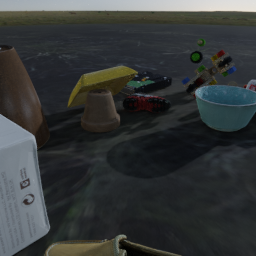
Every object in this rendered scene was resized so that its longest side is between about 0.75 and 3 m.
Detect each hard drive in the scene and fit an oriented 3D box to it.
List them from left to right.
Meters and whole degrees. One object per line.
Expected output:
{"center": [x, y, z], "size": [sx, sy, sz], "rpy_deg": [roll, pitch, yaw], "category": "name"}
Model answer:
{"center": [0.651, -2.157, 13.457], "size": [2.504, 0.474, 1.749], "rpy_deg": [-21, 32, -38], "category": "hard drive"}

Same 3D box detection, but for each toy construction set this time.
{"center": [3.926, -2.244, 12.318], "size": [2.750, 2.293, 2.113], "rpy_deg": [31, 22, 14], "category": "toy construction set"}

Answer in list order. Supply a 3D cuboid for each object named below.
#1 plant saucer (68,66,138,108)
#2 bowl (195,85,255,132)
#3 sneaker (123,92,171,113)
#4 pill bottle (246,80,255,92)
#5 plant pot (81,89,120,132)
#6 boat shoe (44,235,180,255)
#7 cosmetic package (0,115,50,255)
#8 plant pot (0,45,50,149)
{"center": [-1.078, -1.593, 10.393], "size": [2.242, 0.543, 2.242], "rpy_deg": [-20, -6, -27], "category": "plant saucer"}
{"center": [3.285, -0.623, 9.454], "size": [2.123, 1.111, 2.123], "rpy_deg": [1, 25, 0], "category": "bowl"}
{"center": [0.752, -1.013, 10.812], "size": [1.836, 0.649, 0.897], "rpy_deg": [4, 27, 9], "category": "sneaker"}
{"center": [5.458, -1.068, 10.357], "size": [2.011, 1.145, 1.145], "rpy_deg": [18, 31, 34], "category": "pill bottle"}
{"center": [-0.929, -0.657, 9.460], "size": [1.358, 1.184, 1.358], "rpy_deg": [1, 24, 0], "category": "plant pot"}
{"center": [-0.184, 1.965, 4.199], "size": [2.371, 0.903, 0.850], "rpy_deg": [4, 26, 9], "category": "boat shoe"}
{"center": [-3.039, 0.965, 4.908], "size": [2.544, 2.097, 2.099], "rpy_deg": [24, 34, 39], "category": "cosmetic package"}
{"center": [-3.749, -0.878, 8.061], "size": [2.584, 2.765, 2.584], "rpy_deg": [0, 26, 0], "category": "plant pot"}
